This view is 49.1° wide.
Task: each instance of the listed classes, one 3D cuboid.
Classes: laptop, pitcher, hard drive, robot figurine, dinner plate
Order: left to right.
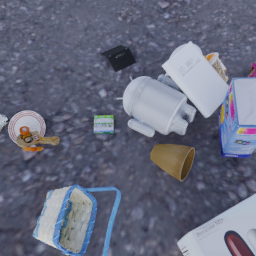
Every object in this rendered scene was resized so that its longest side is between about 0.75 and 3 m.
[{"bbox_3d":[-3.832,0.015,10.672,1.363,0.165,1.363,1,84,-6],"label":"dinner plate"},{"bbox_3d":[-0.448,-3.227,12.896,1.122,0.694,1.198,-28,91,-15],"label":"laptop"},{"bbox_3d":[1.034,-0.861,10.514,2.944,1.663,2.497,31,73,16],"label":"robot figurine"},{"bbox_3d":[2.416,-2.480,11.529,1.891,1.337,2.205,6,53,47],"label":"pitcher"},{"bbox_3d":[2.562,-1.795,10.234,1.617,0.322,2.452,-43,94,-24],"label":"hard drive"}]

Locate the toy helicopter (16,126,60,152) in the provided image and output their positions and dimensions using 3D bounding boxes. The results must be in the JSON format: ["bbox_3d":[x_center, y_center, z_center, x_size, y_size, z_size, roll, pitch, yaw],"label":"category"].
[{"bbox_3d":[-3.241,0.489,10.125,1.491,0.588,0.986,3,43,-14],"label":"toy helicopter"}]

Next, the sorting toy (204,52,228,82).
[{"bbox_3d":[3.219,-1.991,11.425,0.896,1.677,1.510,20,76,39],"label":"sorting toy"}]

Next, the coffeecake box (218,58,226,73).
[{"bbox_3d":[3.894,-2.725,12.457,0.595,0.283,0.775,-16,60,-9],"label":"coffeecake box"}]

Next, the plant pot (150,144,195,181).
[{"bbox_3d":[1.487,1.044,9.770,1.298,1.210,1.210,20,60,26],"label":"plant pot"}]

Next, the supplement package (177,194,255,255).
[{"bbox_3d":[3.302,3.628,7.598,2.643,2.033,2.764,-25,64,-14],"label":"supplement package"}]

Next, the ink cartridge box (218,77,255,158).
[{"bbox_3d":[3.759,-0.159,9.466,1.021,2.675,1.825,2,61,8],"label":"ink cartridge box"}]

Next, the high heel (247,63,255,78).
[{"bbox_3d":[5.348,-2.411,12.221,0.545,0.383,1.137,12,72,-5],"label":"high heel"}]

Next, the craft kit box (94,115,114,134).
[{"bbox_3d":[-0.950,-0.139,10.971,0.778,0.189,0.768,-1,61,-1],"label":"craft kit box"}]

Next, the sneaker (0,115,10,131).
[{"bbox_3d":[-4.907,-0.137,10.849,0.564,0.370,0.980,-8,57,-2],"label":"sneaker"}]

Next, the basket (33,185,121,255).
[{"bbox_3d":[-1.422,2.690,8.270,2.343,1.630,2.066,-5,54,33],"label":"basket"}]
